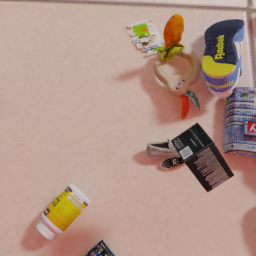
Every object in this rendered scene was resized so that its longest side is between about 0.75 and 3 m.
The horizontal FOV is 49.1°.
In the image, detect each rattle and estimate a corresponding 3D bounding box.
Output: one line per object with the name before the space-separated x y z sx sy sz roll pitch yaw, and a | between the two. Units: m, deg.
rattle | 1.472 -1.516 7.192 1.385 1.520 2.127 6 64 -18

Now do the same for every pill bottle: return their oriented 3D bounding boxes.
pill bottle | -1.493 1.927 6.416 0.656 0.656 1.201 40 75 12

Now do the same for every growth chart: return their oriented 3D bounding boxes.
growth chart | 0.567 -2.667 8.254 0.936 0.115 1.293 -26 73 -7

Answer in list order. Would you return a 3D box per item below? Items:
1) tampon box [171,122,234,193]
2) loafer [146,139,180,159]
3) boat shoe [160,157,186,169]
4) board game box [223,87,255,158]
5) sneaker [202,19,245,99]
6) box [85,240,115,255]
tampon box | 1.228 0.492 4.647 0.549 0.870 0.652 -35 31 8
loafer | 1.073 0.488 6.971 1.238 0.432 0.433 -8 30 -3
boat shoe | 1.184 0.839 6.999 0.766 0.244 0.271 -13 72 -4
board game box | 3.661 0.170 6.975 2.314 0.714 2.313 8 71 2
sneaker | 2.599 -1.968 7.621 1.023 1.138 2.767 2 50 30
box | -0.566 3.051 6.285 0.648 0.187 0.815 -41 76 -12
